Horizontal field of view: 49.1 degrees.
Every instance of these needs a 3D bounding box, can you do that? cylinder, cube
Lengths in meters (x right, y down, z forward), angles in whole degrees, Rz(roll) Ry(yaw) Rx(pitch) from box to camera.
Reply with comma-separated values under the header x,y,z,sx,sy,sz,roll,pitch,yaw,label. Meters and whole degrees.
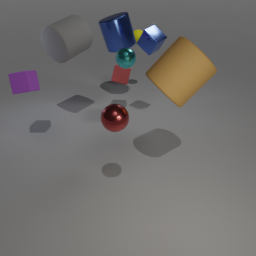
x,y,z,sx,sy,sz,roll,pitch,yaw,label
1.446,-1.534,7.740,1.400,1.400,1.400,42,13,-12,cylinder
-0.467,-4.369,12.786,1.400,1.400,1.400,-15,30,9,cylinder
-3.581,-1.590,9.709,0.700,0.700,0.700,-7,11,10,cube
-2.316,-3.407,10.693,1.400,1.400,1.400,20,47,31,cylinder
-0.311,-2.324,12.253,0.700,0.700,0.700,13,7,-8,cube
0.896,-3.306,10.547,0.700,0.700,0.700,46,52,6,cube

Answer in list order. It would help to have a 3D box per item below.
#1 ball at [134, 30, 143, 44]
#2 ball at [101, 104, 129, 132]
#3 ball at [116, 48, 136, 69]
x,y,z,sx,sy,sz,roll,pitch,yaw,label
0.509,-4.537,13.969,0.700,0.700,0.700,0,30,0,ball
-0.320,-0.248,6.866,0.700,0.700,0.700,0,30,0,ball
-0.074,-2.388,9.578,0.700,0.700,0.700,0,30,0,ball
